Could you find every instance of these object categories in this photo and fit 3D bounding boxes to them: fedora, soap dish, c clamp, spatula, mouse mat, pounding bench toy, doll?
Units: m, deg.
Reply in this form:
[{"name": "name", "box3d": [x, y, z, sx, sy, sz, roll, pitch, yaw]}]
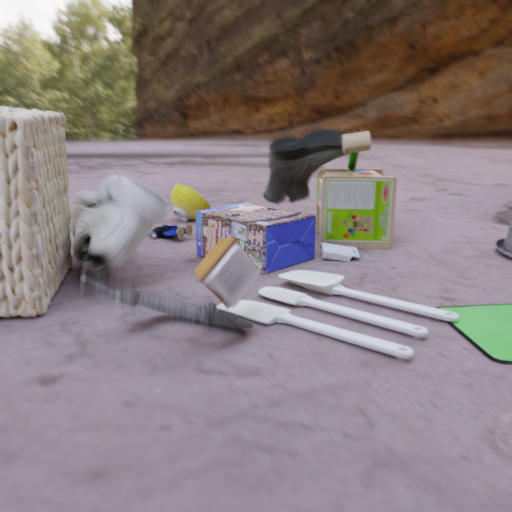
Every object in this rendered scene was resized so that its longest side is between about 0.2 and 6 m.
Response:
[{"name": "fedora", "box3d": [5.536, -0.393, 10.788, 1.644, 0.839, 1.859, 0, 15, 1]}, {"name": "soap dish", "box3d": [-0.361, 0.209, 7.043, 0.343, 0.665, 0.845, 31, -14, 35]}, {"name": "c clamp", "box3d": [-1.007, 0.666, 6.966, 1.829, 0.248, 1.563, 9, -13, 21]}, {"name": "spatula", "box3d": [1.148, 0.698, 7.814, 2.935, 0.236, 2.041, 11, 17, 39]}, {"name": "mouse mat", "box3d": [3.721, 0.948, 7.268, 2.292, 0.086, 1.844, -3, 15, -5]}, {"name": "pounding bench toy", "box3d": [2.081, -1.509, 12.006, 1.468, 2.363, 1.843, 1, 15, 2]}, {"name": "doll", "box3d": [-1.927, -0.555, 12.434, 1.225, 0.297, 0.836, 5, 22, 43]}]

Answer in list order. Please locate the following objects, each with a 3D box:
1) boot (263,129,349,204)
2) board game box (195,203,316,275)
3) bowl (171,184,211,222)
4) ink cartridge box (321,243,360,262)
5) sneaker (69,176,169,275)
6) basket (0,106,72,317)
[{"name": "boot", "box3d": [1.230, -2.035, 12.941, 2.311, 1.509, 0.782, -12, 43, -21]}, {"name": "board game box", "box3d": [-0.016, -0.385, 10.644, 1.823, 0.883, 1.453, 15, 21, 41]}, {"name": "bowl", "box3d": [-1.758, -1.229, 14.134, 1.113, 1.113, 0.599, 15, 64, 44]}, {"name": "ink cartridge box", "box3d": [1.614, -0.060, 10.811, 0.705, 0.153, 0.693, 9, 16, 2]}, {"name": "sneaker", "box3d": [-2.744, -0.375, 9.782, 1.282, 1.383, 3.413, 30, -18, -22]}, {"name": "basket", "box3d": [-4.217, -0.841, 8.368, 2.408, 2.994, 2.967, -1, 15, -9]}]
